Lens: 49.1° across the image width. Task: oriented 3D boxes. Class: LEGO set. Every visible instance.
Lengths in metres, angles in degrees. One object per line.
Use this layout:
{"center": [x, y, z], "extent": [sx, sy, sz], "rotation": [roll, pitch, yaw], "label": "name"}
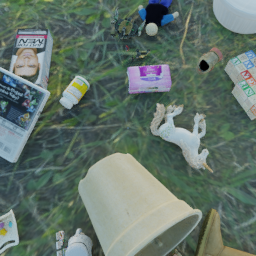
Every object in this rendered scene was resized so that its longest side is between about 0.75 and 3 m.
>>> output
{"center": [0.033, -3.750, 11.420], "extent": [1.504, 0.656, 2.316], "rotation": [-8, 81, -1], "label": "LEGO set"}
{"center": [-1.971, 3.377, 8.150], "extent": [0.225, 0.917, 0.685], "rotation": [-10, 73, 3], "label": "LEGO set"}

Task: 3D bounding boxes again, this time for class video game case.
{"center": [-4.551, -0.664, 9.756], "extent": [2.964, 0.346, 2.695], "rotation": [27, 90, 11], "label": "video game case"}

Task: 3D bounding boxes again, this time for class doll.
{"center": [1.303, -4.940, 11.786], "extent": [1.704, 0.605, 2.498], "rotation": [17, 69, 7], "label": "doll"}

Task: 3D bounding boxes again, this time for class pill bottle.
{"center": [-1.977, -1.288, 10.284], "extent": [0.646, 0.646, 1.145], "rotation": [29, 71, 11], "label": "pill bottle"}

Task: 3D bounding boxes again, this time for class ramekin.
{"center": [4.918, -5.261, 11.480], "extent": [3.023, 1.408, 3.023], "rotation": [0, 69, 0], "label": "ramekin"}

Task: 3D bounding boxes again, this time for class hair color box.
{"center": [-3.698, -2.591, 10.749], "extent": [1.235, 0.756, 2.495], "rotation": [0, 69, 0], "label": "hair color box"}

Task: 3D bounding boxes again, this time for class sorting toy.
{"center": [-3.835, 3.216, 8.541], "extent": [1.136, 0.607, 1.023], "rotation": [-25, 78, -11], "label": "sorting toy"}

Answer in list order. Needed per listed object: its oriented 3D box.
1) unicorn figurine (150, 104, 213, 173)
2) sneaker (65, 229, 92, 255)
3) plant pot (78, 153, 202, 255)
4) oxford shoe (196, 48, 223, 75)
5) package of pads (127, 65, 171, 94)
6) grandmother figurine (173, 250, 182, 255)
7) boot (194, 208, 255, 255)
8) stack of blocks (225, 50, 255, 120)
{"center": [1.977, 0.264, 9.592], "extent": [2.643, 0.976, 1.815], "rotation": [21, 79, 24], "label": "unicorn figurine"}
{"center": [-1.300, 3.996, 8.107], "extent": [0.776, 1.187, 2.065], "rotation": [-8, 103, -3], "label": "sneaker"}
{"center": [0.066, 2.246, 7.850], "extent": [2.917, 2.917, 2.670], "rotation": [-32, 58, -12], "label": "plant pot"}
{"center": [2.572, -2.152, 9.538], "extent": [0.637, 1.704, 0.600], "rotation": [-39, 84, -8], "label": "oxford shoe"}
{"center": [0.778, -1.846, 10.528], "extent": [1.600, 0.605, 0.964], "rotation": [-5, 68, -2], "label": "package of pads"}
{"center": [1.105, 4.312, 8.156], "extent": [1.448, 0.438, 0.878], "rotation": [-39, 66, -11], "label": "grandmother figurine"}
{"center": [3.198, 3.660, 8.275], "extent": [2.205, 0.729, 1.931], "rotation": [18, 82, 8], "label": "boot"}
{"center": [4.587, -1.614, 10.394], "extent": [1.326, 0.674, 2.303], "rotation": [-24, 70, -9], "label": "stack of blocks"}
